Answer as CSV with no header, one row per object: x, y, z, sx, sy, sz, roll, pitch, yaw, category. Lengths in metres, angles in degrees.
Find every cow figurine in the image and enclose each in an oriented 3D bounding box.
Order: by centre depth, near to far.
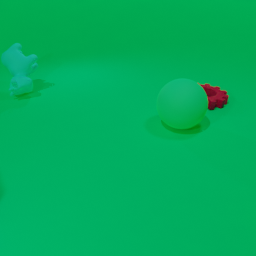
-3.744,-1.925,9.440,1.604,0.881,1.578,37,61,2,cow figurine

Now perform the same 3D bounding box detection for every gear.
2.476,-1.067,9.163,1.505,0.278,1.505,3,31,-2,gear

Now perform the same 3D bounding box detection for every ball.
1.430,-0.637,7.449,1.342,1.342,1.342,0,30,0,ball
